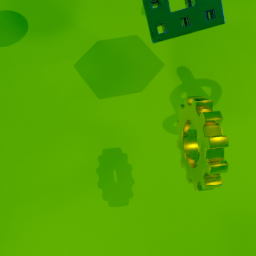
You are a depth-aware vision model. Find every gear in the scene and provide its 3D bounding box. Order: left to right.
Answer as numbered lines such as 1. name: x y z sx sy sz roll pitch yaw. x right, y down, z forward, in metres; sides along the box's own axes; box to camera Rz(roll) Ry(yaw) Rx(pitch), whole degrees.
1. gear: 1.096 0.233 4.356 0.265 1.433 1.433 -5 70 -7

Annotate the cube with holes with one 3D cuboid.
1. cube with holes: 0.999 -2.597 5.691 1.370 1.370 1.370 -13 106 8
